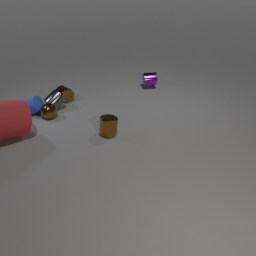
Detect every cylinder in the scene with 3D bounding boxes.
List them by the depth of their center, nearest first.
[{"bbox_3d":[-4.499,-0.329,10.304,1.400,1.400,1.400,-8,28,-43],"label":"cylinder"},{"bbox_3d":[-0.756,-0.088,10.900,0.700,0.700,0.700,5,26,-2],"label":"cylinder"},{"bbox_3d":[-4.176,-0.994,12.283,0.700,0.700,0.700,-18,24,23],"label":"cylinder"},{"bbox_3d":[-3.323,-1.268,12.701,0.700,0.700,0.700,30,73,40],"label":"cylinder"},{"bbox_3d":[-3.083,-1.651,13.641,0.700,0.700,0.700,-23,37,-34],"label":"cylinder"},{"bbox_3d":[1.170,-2.609,14.978,0.700,0.700,0.700,-5,31,-4],"label":"cylinder"}]

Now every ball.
[{"bbox_3d":[-3.418,-0.732,12.078,0.700,0.700,0.700,0,30,0],"label":"ball"}]
